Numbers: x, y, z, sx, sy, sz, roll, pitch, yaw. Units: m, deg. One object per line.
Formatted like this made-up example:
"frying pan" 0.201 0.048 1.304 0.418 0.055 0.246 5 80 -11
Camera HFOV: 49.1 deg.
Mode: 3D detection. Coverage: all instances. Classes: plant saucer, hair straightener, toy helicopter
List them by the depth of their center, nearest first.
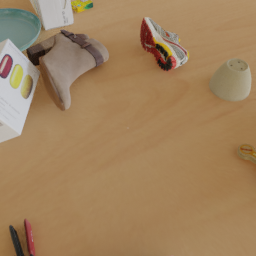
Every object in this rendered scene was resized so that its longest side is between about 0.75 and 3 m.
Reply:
"hair straightener" -1.942 2.501 5.008 0.636 0.338 1.652 -18 57 -13
"toy helicopter" 3.230 0.813 6.161 1.115 0.665 1.686 -35 49 -21
"plant saucer" -4.405 -3.203 9.577 2.907 0.398 2.907 0 51 1

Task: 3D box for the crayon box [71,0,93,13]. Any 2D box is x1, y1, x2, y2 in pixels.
"crayon box" -1.884 -4.816 11.000 0.882 0.224 0.560 -32 57 -24

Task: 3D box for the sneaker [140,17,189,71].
"sneaker" 1.098 -2.724 8.978 0.929 0.880 2.261 -20 62 -21

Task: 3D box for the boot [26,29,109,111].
"boot" -1.537 -1.867 8.151 2.136 1.026 2.922 -21 60 -25

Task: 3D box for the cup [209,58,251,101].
"cup" 2.942 -1.446 7.854 1.160 0.830 1.160 0 50 0

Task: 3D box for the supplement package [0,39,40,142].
"supplement package" -3.226 -0.873 6.849 1.226 1.273 2.238 -18 48 21

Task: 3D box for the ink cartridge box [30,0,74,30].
"ink cartridge box" -3.038 -5.169 10.169 1.110 1.953 2.680 -20 53 -16
